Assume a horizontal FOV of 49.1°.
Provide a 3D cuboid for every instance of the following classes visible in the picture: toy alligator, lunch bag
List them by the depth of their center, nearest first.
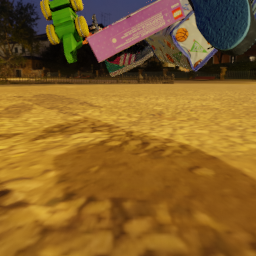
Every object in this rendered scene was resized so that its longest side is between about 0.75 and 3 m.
[{"bbox_3d":[-1.151,-2.207,5.004,0.667,2.251,0.611,-14,-3,7],"label":"toy alligator"},{"bbox_3d":[1.990,-3.325,8.279,2.802,1.735,2.382,-43,32,0],"label":"lunch bag"}]

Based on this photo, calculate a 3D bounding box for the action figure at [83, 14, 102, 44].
[{"bbox_3d":[-1.382,-3.506,10.080,1.083,1.119,0.585,-24,36,-33],"label":"action figure"}]

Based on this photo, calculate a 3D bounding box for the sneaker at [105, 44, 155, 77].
[{"bbox_3d":[0.008,-2.904,10.158,2.306,1.393,0.964,-20,23,28],"label":"sneaker"}]

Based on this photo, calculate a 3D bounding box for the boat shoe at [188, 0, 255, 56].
[{"bbox_3d":[1.886,-2.362,5.426,0.963,2.805,1.180,27,-46,-36],"label":"boat shoe"}]

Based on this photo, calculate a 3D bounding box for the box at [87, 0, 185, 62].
[{"bbox_3d":[-0.021,-1.850,5.274,1.528,0.437,2.233,-27,20,1],"label":"box"}]
